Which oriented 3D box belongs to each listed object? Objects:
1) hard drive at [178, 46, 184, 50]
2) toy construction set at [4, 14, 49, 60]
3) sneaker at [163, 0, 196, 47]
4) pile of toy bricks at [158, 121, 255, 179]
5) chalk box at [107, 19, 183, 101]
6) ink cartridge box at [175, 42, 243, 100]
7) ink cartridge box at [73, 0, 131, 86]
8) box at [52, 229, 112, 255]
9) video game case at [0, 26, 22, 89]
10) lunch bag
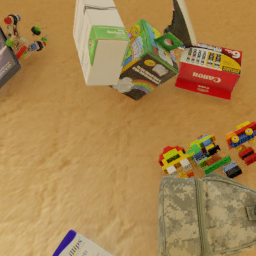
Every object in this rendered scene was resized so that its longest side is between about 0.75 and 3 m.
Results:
[{"bbox_3d":[2.004,-3.408,11.008,0.919,0.117,0.607,25,63,14],"label":"hard drive"},{"bbox_3d":[-4.038,-2.924,10.153,1.634,1.506,1.960,33,32,-31],"label":"toy construction set"},{"bbox_3d":[1.522,-3.478,9.191,0.975,1.966,0.695,-12,37,23],"label":"sneaker"},{"bbox_3d":[2.277,0.676,8.087,2.749,1.525,1.357,-28,34,2],"label":"pile of toy bricks"},{"bbox_3d":[0.557,-2.223,8.826,2.379,1.485,1.475,-31,53,34],"label":"chalk box"},{"bbox_3d":[2.771,-2.021,9.649,2.005,0.841,1.760,14,53,8],"label":"ink cartridge box"},{"bbox_3d":[-0.862,-2.618,8.044,0.967,1.680,2.301,-5,57,-21],"label":"ink cartridge box"},{"bbox_3d":[-0.858,3.103,6.464,1.438,1.322,0.754,27,65,14],"label":"box"},{"bbox_3d":[-4.981,-2.417,9.797,2.090,0.278,2.926,-40,65,11],"label":"video game case"},{"bbox_3d":[1.774,2.166,6.336,2.179,2.598,1.810,1,61,6],"label":"lunch bag"}]
